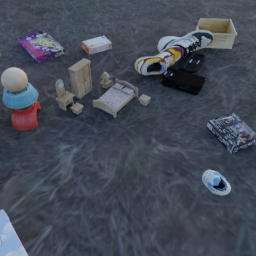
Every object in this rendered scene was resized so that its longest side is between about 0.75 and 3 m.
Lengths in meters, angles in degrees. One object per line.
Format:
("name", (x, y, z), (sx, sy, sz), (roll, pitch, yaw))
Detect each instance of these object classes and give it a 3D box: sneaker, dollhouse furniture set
("sneaker", (2.578, -3.507, 12.192), (2.467, 0.933, 1.082), (-13, 47, 2))
("sneaker", (1.419, -2.602, 11.216), (2.198, 0.824, 0.990), (-24, 37, -11))
("dollhouse furniture set", (-0.841, -1.253, 9.605), (2.566, 1.253, 2.188), (26, 51, 24))
("sneaker", (1.907, 1.211, 5.825), (0.409, 1.138, 0.413), (-52, 45, 2))

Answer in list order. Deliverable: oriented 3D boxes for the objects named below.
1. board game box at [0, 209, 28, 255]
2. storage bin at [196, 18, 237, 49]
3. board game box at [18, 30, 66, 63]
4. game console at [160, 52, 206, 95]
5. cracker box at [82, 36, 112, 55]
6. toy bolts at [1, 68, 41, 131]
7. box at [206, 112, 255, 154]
("board game box", (-2.897, 3.303, 5.532), (2.131, 0.515, 2.817), (-30, 51, -26))
("storage bin", (4.104, -4.489, 13.223), (1.580, 0.746, 1.591), (4, 45, 3))
("board game box", (-3.980, -3.783, 12.838), (1.341, 0.361, 2.234), (-30, 52, -22))
("game console", (2.515, -2.335, 11.372), (1.568, 0.320, 2.658), (22, 50, 19))
("cracker box", (-1.429, -3.785, 12.803), (1.160, 0.335, 0.777), (-22, 49, -20))
("toy bolts", (-4.220, -0.721, 8.552), (2.831, 1.963, 2.704), (-8, 45, -8))
("box", (3.301, 0.118, 8.872), (1.040, 0.328, 1.318), (-18, 47, -17))
